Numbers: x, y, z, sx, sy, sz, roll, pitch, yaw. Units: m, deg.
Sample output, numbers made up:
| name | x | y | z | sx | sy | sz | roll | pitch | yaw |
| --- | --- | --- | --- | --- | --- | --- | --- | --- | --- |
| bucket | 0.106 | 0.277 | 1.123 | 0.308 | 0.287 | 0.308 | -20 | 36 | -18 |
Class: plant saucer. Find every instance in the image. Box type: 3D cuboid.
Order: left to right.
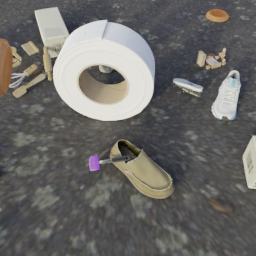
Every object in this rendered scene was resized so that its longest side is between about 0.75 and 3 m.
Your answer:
| name | x | y | z | sx | sy | sz | roll | pitch | yaw |
| --- | --- | --- | --- | --- | --- | --- | --- | --- | --- |
| plant saucer | -3.283 | -1.567 | 7.386 | 0.242 | 1.502 | 1.502 | 6 | 47 | -13 |
| plant saucer | 4.112 | -5.192 | 12.856 | 1.020 | 0.191 | 1.020 | 0 | 47 | 0 |

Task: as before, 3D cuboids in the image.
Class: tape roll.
| name | x | y | z | sx | sy | sz | roll | pitch | yaw |
| --- | --- | --- | --- | --- | --- | --- | --- | --- | --- |
| tape roll | -0.618 | -1.462 | 7.736 | 2.738 | 2.738 | 0.958 | 5 | 48 | 4 |

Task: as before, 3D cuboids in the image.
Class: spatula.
| name | x | y | z | sx | sy | sz | roll | pitch | yaw |
| --- | --- | --- | --- | --- | --- | --- | --- | --- | --- |
| spatula | -0.486 | 0.811 | 6.905 | 1.311 | 0.135 | 0.371 | -13 | 83 | 30 |

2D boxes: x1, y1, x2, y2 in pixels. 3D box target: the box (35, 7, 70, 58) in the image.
| name | x | y | z | sx | sy | sz | roll | pitch | yaw |
| --- | --- | --- | --- | --- | --- | --- | --- | --- | --- |
| box | -3.003 | -3.866 | 11.203 | 1.012 | 0.842 | 2.463 | -14 | 49 | -12 |

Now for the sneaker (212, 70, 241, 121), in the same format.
| name | x | y | z | sx | sy | sz | roll | pitch | yaw |
| --- | --- | --- | --- | --- | --- | --- | --- | --- | --- |
| sneaker | 3.102 | -1.072 | 8.669 | 0.741 | 0.856 | 1.975 | 14 | 50 | 11 |

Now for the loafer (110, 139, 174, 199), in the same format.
| name | x | y | z | sx | sy | sz | roll | pitch | yaw |
| --- | --- | --- | --- | --- | --- | --- | --- | --- | --- |
| loafer | 0.284 | 0.976 | 6.913 | 1.975 | 0.666 | 0.751 | 32 | 55 | 26 |

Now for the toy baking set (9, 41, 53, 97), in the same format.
| name | x | y | z | sx | sy | sz | roll | pitch | yaw |
| --- | --- | --- | --- | --- | --- | --- | --- | --- | --- |
| toy baking set | -3.466 | -2.044 | 9.704 | 1.714 | 0.260 | 2.234 | -12 | 69 | -18 |

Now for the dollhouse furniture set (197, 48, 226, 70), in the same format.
| name | x | y | z | sx | sy | sz | roll | pitch | yaw |
| --- | --- | --- | --- | --- | --- | --- | --- | --- | --- |
| dollhouse furniture set | 3.170 | -2.579 | 10.278 | 1.092 | 0.483 | 0.566 | -17 | 50 | -15 |

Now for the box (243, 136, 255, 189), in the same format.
| name | x | y | z | sx | sy | sz | roll | pitch | yaw |
| --- | --- | --- | --- | --- | --- | --- | --- | --- | --- |
| box | 4.312 | 0.954 | 6.765 | 2.677 | 0.915 | 1.100 | 7 | 48 | 6 |

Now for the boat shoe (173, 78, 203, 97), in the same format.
| name | x | y | z | sx | sy | sz | roll | pitch | yaw |
| --- | --- | --- | --- | --- | --- | --- | --- | --- | --- |
| boat shoe | 1.909 | -1.310 | 9.108 | 1.072 | 0.341 | 0.379 | 31 | 40 | 33 |

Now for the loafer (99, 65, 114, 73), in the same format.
| name | x | y | z | sx | sy | sz | roll | pitch | yaw |
| --- | --- | --- | --- | --- | --- | --- | --- | --- | --- |
| loafer | -0.558 | -2.812 | 10.352 | 0.679 | 0.678 | 1.943 | 10 | 48 | 9 |
